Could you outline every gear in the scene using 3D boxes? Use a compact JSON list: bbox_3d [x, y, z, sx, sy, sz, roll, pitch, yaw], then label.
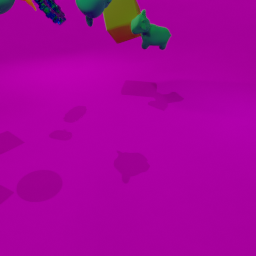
[{"bbox_3d":[-2.440,-3.775,8.799,0.212,1.147,1.147,-34,21,20],"label":"gear"}]

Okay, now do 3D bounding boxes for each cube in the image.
[{"bbox_3d":[-0.157,-4.241,10.842,1.254,1.254,1.254,-14,-11,14],"label":"cube"}]

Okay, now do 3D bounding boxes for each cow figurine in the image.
[{"bbox_3d":[0.828,-3.386,9.777,1.496,1.472,0.821,3,71,-6],"label":"cow figurine"}]

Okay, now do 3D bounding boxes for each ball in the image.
[{"bbox_3d":[-2.797,-2.813,5.717,0.946,0.946,0.946,0,29,0],"label":"ball"}]

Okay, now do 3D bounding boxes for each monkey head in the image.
[{"bbox_3d":[-0.902,-3.061,6.451,0.810,1.345,0.967,-39,69,-14],"label":"monkey head"}]

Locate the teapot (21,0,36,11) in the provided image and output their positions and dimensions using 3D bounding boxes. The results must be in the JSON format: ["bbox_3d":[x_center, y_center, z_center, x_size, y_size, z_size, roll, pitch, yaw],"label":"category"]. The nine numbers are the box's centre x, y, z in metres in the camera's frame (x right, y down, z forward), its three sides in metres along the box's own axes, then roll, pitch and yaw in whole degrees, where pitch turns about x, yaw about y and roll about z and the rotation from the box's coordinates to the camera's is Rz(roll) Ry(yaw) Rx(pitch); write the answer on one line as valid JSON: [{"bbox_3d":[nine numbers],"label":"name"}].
[{"bbox_3d":[-2.743,-3.733,7.600,0.675,1.085,0.531,-18,-3,18],"label":"teapot"}]
